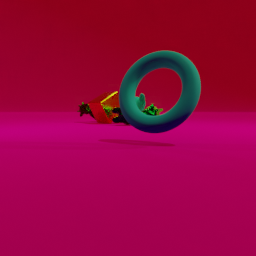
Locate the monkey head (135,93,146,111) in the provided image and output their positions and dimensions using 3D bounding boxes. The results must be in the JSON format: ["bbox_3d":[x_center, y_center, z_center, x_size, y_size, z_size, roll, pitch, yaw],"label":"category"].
[{"bbox_3d":[0.394,-0.754,12.382,1.691,1.217,1.019,-47,-16,24],"label":"monkey head"}]

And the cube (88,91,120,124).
[{"bbox_3d":[-0.884,-0.873,11.920,1.009,1.009,1.009,-37,24,-30],"label":"cube"}]

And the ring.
[{"bbox_3d":[0.483,-0.603,4.604,1.417,1.417,0.283,2,-13,29],"label":"ring"}]

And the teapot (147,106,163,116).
[{"bbox_3d":[0.994,-0.558,11.605,1.071,0.666,0.524,-28,27,-22],"label":"teapot"}]

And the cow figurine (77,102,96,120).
[{"bbox_3d":[-1.695,-0.751,13.467,1.326,0.740,1.348,7,-13,4],"label":"cow figurine"}]

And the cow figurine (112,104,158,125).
[{"bbox_3d":[0.310,-0.489,10.513,1.454,0.811,1.477,-3,-3,35],"label":"cow figurine"}]
